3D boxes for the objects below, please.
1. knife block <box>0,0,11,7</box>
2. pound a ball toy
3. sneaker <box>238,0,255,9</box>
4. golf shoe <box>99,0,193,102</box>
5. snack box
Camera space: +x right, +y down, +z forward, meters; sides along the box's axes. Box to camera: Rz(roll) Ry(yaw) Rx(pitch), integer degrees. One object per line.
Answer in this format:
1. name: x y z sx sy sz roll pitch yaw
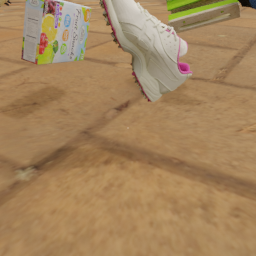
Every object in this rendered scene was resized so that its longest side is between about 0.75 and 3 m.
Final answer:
1. knife block: -2.683 -2.942 5.969 0.241 0.752 0.661 19 55 -4
2. pound a ball toy: 2.461 -3.978 8.664 2.447 1.595 1.039 -9 -15 22
3. sneaker: 3.268 -4.024 6.919 0.783 2.039 1.134 -31 42 -33
4. golf shoe: 0.338 -1.532 4.662 1.091 2.383 0.897 -21 43 13
5. snack box: -1.876 -2.633 7.659 0.590 1.585 2.228 21 22 16
